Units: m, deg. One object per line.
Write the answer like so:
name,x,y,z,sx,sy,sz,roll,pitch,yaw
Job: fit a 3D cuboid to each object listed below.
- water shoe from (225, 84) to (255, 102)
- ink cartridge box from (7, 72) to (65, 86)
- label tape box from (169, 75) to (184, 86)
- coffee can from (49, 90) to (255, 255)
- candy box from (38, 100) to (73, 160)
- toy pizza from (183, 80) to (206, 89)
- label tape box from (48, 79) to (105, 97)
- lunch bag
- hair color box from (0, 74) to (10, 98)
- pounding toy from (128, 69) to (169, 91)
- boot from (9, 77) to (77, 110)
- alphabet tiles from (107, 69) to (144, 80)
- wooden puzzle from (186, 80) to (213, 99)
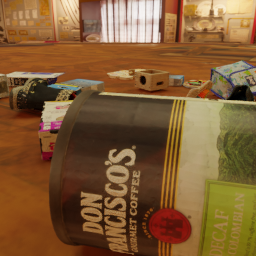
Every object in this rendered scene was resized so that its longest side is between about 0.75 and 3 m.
water shoe,1.735,-0.108,5.325,0.612,0.675,1.711,31,79,40
ink cartridge box,-4.224,-2.197,12.665,2.560,0.502,1.273,3,20,11
label tape box,1.901,-2.195,12.808,1.187,0.376,0.856,8,22,20
coffee can,0.696,0.559,3.189,2.536,1.856,1.856,5,21,13
candy box,-1.248,-0.082,6.627,1.511,0.676,2.216,-5,21,-13
toy pizza,3.158,-1.960,12.379,1.455,0.231,1.455,0,20,0
label tape box,-1.871,-1.341,10.189,1.282,0.592,1.790,11,24,28
lunch bag,4.070,-1.624,10.155,1.533,1.149,1.803,-16,39,-14
hair color box,-6.010,-1.626,10.569,2.828,0.857,1.400,11,23,29
pounding toy,0.620,-2.008,11.746,1.454,0.757,1.655,-15,25,-36
boot,-2.522,-1.054,9.154,1.812,0.866,2.399,6,20,3
alphabet tiles,0.295,-2.878,14.945,2.547,0.190,2.605,15,25,35
wooden puzzle,1.587,-0.471,6.881,0.268,1.331,1.439,35,30,18
